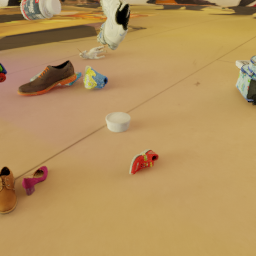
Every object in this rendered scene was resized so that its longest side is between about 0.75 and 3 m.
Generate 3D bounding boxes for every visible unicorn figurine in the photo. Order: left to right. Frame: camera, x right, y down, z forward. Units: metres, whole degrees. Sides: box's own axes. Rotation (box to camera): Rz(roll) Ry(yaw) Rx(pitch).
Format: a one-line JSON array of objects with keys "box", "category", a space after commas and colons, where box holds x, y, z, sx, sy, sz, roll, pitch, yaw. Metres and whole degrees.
[{"box": [-1.929, -4.209, 15.686, 1.333, 0.717, 1.940, -7, 14, 9], "category": "unicorn figurine"}]

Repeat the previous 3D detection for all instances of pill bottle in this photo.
[{"box": [-1.885, -2.631, 6.107, 0.780, 0.467, 0.467, 2, 28, 22], "category": "pill bottle"}]

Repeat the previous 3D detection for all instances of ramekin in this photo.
[{"box": [-0.301, -0.170, 8.631, 0.779, 0.363, 0.779, 0, 30, 0], "category": "ramekin"}]

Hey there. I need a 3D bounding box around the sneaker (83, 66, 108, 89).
[{"box": [-1.380, -2.089, 11.931, 0.963, 0.695, 1.834, 9, 31, -14], "category": "sneaker"}]

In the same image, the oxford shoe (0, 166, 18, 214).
[{"box": [-2.623, 1.290, 5.932, 0.458, 0.458, 1.284, -10, 32, -20], "category": "oxford shoe"}]

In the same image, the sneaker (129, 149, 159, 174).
[{"box": [0.412, 0.829, 6.833, 0.435, 0.395, 1.025, 24, 37, 28], "category": "sneaker"}]

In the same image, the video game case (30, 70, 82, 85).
[{"box": [-3.219, -2.300, 12.654, 1.906, 0.170, 1.364, 5, 30, 10], "category": "video game case"}]

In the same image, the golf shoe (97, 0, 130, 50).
[{"box": [-0.287, -4.235, 10.051, 1.094, 2.795, 1.359, 13, -21, -35], "category": "golf shoe"}]

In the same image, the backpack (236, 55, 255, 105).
[{"box": [5.178, -1.843, 10.419, 1.949, 1.565, 2.130, 4, 25, 0], "category": "backpack"}]

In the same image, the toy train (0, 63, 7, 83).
[{"box": [-3.084, -0.986, 5.473, 1.217, 0.704, 0.515, -37, 63, -6], "category": "toy train"}]

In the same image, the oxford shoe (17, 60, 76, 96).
[{"box": [-3.327, -2.048, 11.312, 2.490, 0.903, 0.886, -29, 41, -28], "category": "oxford shoe"}]

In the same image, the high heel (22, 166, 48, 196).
[{"box": [-2.076, 1.046, 6.340, 0.326, 0.465, 0.968, 2, 29, 4], "category": "high heel"}]

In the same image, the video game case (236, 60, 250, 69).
[{"box": [6.728, -2.757, 13.361, 2.380, 0.300, 2.612, 1, 28, 2], "category": "video game case"}]
